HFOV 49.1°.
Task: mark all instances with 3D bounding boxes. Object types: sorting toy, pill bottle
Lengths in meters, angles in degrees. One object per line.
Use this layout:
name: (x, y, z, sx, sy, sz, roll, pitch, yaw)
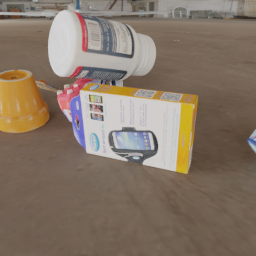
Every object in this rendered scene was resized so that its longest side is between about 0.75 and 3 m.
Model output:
sorting toy: (-3.439, -1.763, 10.733, 1.171, 0.233, 1.584, 20, -4, 22)
pill bottle: (-0.643, -2.190, 7.930, 2.777, 1.660, 1.660, -3, 22, -38)

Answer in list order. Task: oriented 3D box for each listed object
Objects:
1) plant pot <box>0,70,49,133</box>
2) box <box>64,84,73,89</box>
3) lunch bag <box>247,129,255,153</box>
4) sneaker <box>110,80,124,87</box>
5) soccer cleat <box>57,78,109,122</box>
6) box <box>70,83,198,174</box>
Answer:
plant pot: (-3.377, -0.917, 8.642, 1.655, 1.515, 1.655, 0, 30, 0)
box: (-2.265, -1.683, 11.797, 0.788, 0.306, 0.374, -9, 26, -16)
lunch bag: (3.398, 0.590, 6.040, 1.470, 0.606, 1.182, 40, 7, 38)
sneaker: (-0.243, -0.860, 9.048, 0.566, 0.867, 1.550, -10, 49, 15)
soccer cleat: (-1.270, -1.247, 9.174, 0.902, 1.035, 2.706, 5, 34, 29)
box: (0.057, -0.054, 6.666, 2.975, 1.771, 0.617, 11, 31, 20)
